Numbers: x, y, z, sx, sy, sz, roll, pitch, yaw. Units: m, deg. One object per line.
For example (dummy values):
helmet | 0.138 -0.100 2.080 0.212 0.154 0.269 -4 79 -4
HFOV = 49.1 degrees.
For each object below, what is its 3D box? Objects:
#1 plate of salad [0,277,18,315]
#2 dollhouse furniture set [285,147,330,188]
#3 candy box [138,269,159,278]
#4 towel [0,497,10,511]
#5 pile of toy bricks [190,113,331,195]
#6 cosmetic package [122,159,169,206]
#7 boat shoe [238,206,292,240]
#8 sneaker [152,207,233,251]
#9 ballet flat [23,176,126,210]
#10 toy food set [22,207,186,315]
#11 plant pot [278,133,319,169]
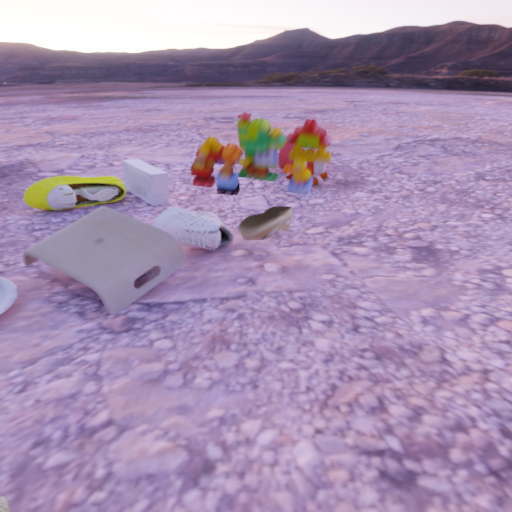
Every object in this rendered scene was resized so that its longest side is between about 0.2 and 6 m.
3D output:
plate of salad | -5.318 0.700 9.177 2.610 0.627 2.610 1 22 0
dollhouse furniture set | 1.480 -2.492 16.659 1.185 1.198 0.617 -34 25 5
candy box | -2.661 -0.056 11.271 0.981 0.475 1.682 -21 28 -37
towel | -2.574 2.753 4.401 1.418 0.349 1.912 -9 23 -23
pile of toy bricks | -0.033 -2.430 12.447 3.167 1.563 1.757 8 41 17
cosmetic package | -3.141 -2.124 15.894 0.545 0.888 2.151 -14 26 -30
boat shoe | 0.232 -0.562 11.196 0.663 0.572 1.817 3 18 23
sneaker | -1.249 -0.505 11.751 1.026 0.804 2.065 29 24 35
ballet flat | -4.696 -1.652 14.819 2.648 0.885 0.888 -11 31 -31
toy food set | -2.856 0.053 10.465 2.595 0.784 1.862 21 43 32
plant pot | 1.504 -3.342 18.693 1.127 1.274 1.274 22 29 22
